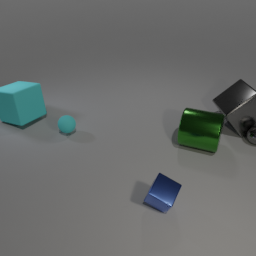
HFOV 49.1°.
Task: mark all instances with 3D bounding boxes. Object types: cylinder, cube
[{"bbox_3d":[2.648,0.060,10.154,1.400,1.400,1.400,12,34,20],"label":"cylinder"},{"bbox_3d":[0.941,1.784,7.666,0.700,0.700,0.700,29,59,8],"label":"cube"},{"bbox_3d":[4.466,-0.782,11.022,1.400,1.400,1.400,-38,29,15],"label":"cube"},{"bbox_3d":[-4.539,-1.075,11.798,1.400,1.400,1.400,10,29,31],"label":"cube"}]

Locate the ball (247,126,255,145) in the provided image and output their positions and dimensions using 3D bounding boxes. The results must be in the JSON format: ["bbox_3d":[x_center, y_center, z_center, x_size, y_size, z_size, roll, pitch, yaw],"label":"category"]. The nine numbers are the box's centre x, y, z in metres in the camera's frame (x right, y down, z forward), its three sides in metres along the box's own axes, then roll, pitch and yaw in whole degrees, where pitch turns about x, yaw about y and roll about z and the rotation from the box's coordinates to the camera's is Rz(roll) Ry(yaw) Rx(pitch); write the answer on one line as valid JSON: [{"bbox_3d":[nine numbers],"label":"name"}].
[{"bbox_3d":[4.807,0.272,10.443,0.700,0.700,0.700,0,31,0],"label":"ball"}]

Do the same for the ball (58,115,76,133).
[{"bbox_3d":[-2.408,-0.152,11.024,0.700,0.700,0.700,0,31,0],"label":"ball"}]
